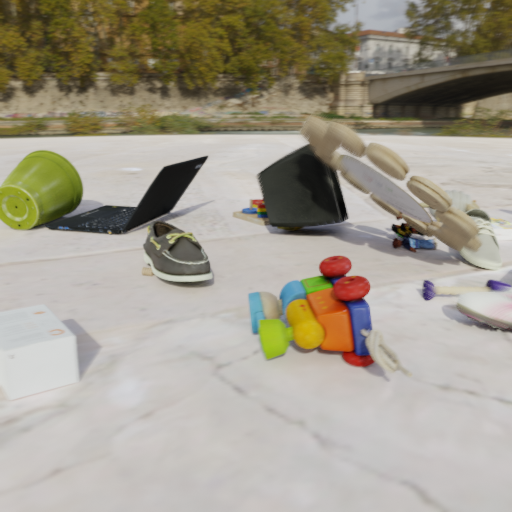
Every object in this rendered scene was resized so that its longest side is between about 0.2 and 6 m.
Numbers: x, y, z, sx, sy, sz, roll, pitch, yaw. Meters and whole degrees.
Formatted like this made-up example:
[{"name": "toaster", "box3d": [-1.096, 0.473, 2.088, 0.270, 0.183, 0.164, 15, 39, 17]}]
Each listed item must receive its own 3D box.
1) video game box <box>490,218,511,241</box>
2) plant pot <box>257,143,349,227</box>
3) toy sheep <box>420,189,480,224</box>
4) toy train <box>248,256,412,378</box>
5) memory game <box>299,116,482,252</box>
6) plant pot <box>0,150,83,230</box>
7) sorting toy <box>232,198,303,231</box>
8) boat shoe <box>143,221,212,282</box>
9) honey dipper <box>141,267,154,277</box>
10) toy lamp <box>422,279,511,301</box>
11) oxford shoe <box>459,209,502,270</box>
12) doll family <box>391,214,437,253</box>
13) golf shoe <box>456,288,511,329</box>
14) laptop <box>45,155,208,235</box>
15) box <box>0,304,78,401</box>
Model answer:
[{"name": "video game box", "box3d": [5.234, -0.614, 12.826, 1.308, 0.306, 1.192, -3, 18, -8]}, {"name": "plant pot", "box3d": [1.041, -1.483, 12.750, 1.613, 1.814, 1.818, -14, 3, 16]}, {"name": "toy sheep", "box3d": [4.368, -1.086, 12.626, 1.322, 0.912, 0.912, 11, 17, 7]}, {"name": "toy train", "box3d": [0.668, 0.867, 6.423, 1.429, 1.046, 2.470, -11, 16, -1]}, {"name": "memory game", "box3d": [2.394, -1.270, 10.122, 3.901, 0.248, 3.901, 37, 2, -2]}, {"name": "plant pot", "box3d": [-5.469, -1.480, 13.737, 1.792, 1.792, 1.726, 3, 28, 10]}, {"name": "sorting toy", "box3d": [0.389, -1.199, 14.550, 1.414, 0.496, 2.934, -11, 19, -33]}, {"name": "boat shoe", "box3d": [-1.443, -0.107, 9.849, 0.897, 0.757, 2.515, -1, 11, -27]}, {"name": "honey dipper", "box3d": [-1.608, 0.318, 9.811, 0.814, 0.155, 0.155, 7, 17, 12]}, {"name": "toy lamp", "box3d": [3.245, 0.538, 8.608, 1.277, 0.372, 0.372, -1, 16, 2]}, {"name": "oxford shoe", "box3d": [4.363, -0.371, 10.943, 0.779, 0.598, 2.072, 17, 30, 4]}, {"name": "doll family", "box3d": [3.321, -0.529, 12.019, 0.892, 0.605, 1.543, 6, 19, 2]}, {"name": "golf shoe", "box3d": [3.628, 0.590, 7.380, 1.849, 0.851, 0.671, 5, 4, 16]}, {"name": "laptop", "box3d": [-3.120, -1.609, 13.916, 3.158, 1.631, 2.799, 5, 16, 16]}, {"name": "box", "box3d": [-2.581, 1.046, 6.350, 0.741, 0.581, 1.192, -10, 18, -33]}]
